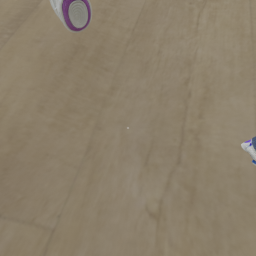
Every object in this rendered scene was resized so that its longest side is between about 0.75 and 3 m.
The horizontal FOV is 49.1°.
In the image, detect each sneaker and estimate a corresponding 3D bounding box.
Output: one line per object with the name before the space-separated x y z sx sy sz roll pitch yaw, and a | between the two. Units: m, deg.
sneaker | 1.957 0.103 3.941 0.760 1.038 0.418 -10 17 32
sneaker | -1.693 -3.791 6.640 1.073 2.867 1.428 -24 46 -22
